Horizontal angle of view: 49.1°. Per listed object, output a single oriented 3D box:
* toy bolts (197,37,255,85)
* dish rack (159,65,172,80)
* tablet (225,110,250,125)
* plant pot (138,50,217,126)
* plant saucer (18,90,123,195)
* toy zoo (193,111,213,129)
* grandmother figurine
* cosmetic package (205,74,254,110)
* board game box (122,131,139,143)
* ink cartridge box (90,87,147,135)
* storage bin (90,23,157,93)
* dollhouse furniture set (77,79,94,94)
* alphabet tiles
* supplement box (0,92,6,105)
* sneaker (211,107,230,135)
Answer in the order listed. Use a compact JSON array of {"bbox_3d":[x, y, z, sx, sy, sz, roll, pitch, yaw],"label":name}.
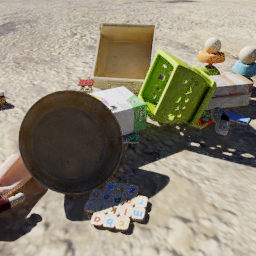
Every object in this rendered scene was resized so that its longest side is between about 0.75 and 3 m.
[{"bbox_3d":[4.246,-2.721,12.489,2.897,2.009,2.767,19,37,27],"label":"toy bolts"},{"bbox_3d":[1.925,-2.823,14.046,2.035,0.555,1.561,-2,33,-3],"label":"dish rack"},{"bbox_3d":[4.075,-0.401,10.644,0.990,0.068,0.644,20,37,27],"label":"tablet"},{"bbox_3d":[1.758,-1.337,9.959,1.893,2.075,2.086,13,25,-21],"label":"plant pot"},{"bbox_3d":[-1.511,0.377,7.665,2.839,2.839,0.503,-20,-4,-29],"label":"plant saucer"},{"bbox_3d":[2.648,-0.312,10.444,1.205,0.123,0.791,-28,42,-36],"label":"toy zoo"},{"bbox_3d":[-3.347,1.624,6.782,1.638,0.818,2.702,-5,27,22],"label":"grandmother figurine"},{"bbox_3d":[3.679,-1.499,11.478,2.359,1.029,1.219,-8,33,-12],"label":"cosmetic package"},{"bbox_3d":[-0.319,0.069,9.796,1.363,0.176,1.363,0,32,0],"label":"board game box"},{"bbox_3d":[-0.802,-0.473,9.531,2.391,1.004,1.731,-16,36,-25],"label":"ink cartridge box"},{"bbox_3d":[-0.193,-3.093,12.414,2.718,1.283,2.738,5,74,7],"label":"storage bin"},{"bbox_3d":[-1.780,-1.280,11.397,0.622,0.823,1.530,2,39,3],"label":"dollhouse furniture set"},{"bbox_3d":[-0.287,1.896,6.956,1.479,0.108,1.446,7,33,10],"label":"alphabet tiles"},{"bbox_3d":[-5.462,-1.163,11.504,0.786,0.434,0.337,-13,35,-18],"label":"supplement box"},{"bbox_3d":[3.396,-0.372,9.998,0.555,0.609,1.487,14,35,-7],"label":"sneaker"}]
